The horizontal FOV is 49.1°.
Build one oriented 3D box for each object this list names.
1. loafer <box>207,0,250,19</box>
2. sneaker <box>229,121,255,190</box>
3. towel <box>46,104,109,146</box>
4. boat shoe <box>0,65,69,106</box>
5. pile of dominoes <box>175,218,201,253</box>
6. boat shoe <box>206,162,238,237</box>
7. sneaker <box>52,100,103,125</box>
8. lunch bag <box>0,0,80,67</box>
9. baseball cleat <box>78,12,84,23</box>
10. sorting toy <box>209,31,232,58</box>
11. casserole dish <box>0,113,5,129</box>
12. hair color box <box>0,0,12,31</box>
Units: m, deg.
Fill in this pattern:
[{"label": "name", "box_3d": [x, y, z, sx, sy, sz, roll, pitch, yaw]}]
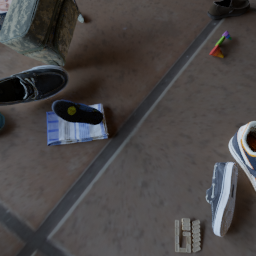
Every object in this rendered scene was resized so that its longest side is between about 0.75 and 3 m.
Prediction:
[{"label": "loafer", "box_3d": [4.122, -4.897, 11.211, 1.912, 0.682, 0.698, -21, 58, -14]}, {"label": "sneaker", "box_3d": [3.614, 1.065, 6.848, 1.103, 1.117, 2.813, -24, 60, -17]}, {"label": "towel", "box_3d": [-1.501, -0.124, 8.202, 1.750, 0.208, 1.285, -8, 55, -5]}, {"label": "boat shoe", "box_3d": [-2.980, -1.101, 8.103, 2.826, 1.018, 1.002, -21, 24, -21]}, {"label": "pile of dominoes", "box_3d": [1.379, 2.491, 6.490, 0.585, 0.120, 0.751, 4, 64, 2]}, {"label": "boat shoe", "box_3d": [2.192, 1.655, 6.762, 0.610, 0.645, 1.799, -2, 62, 39]}, {"label": "sneaker", "box_3d": [-1.428, -0.444, 7.622, 0.613, 1.564, 0.515, 30, 102, 46]}, {"label": "lunch bag", "box_3d": [-2.648, -3.359, 9.086, 1.654, 1.991, 2.374, 1, 73, 35]}, {"label": "baseball cleat", "box_3d": [-1.925, -4.515, 11.209, 0.752, 0.262, 0.400, 49, 38, 9]}, {"label": "sorting toy", "box_3d": [3.444, -2.972, 10.128, 0.457, 0.460, 1.327, 38, 63, -3]}, {"label": "casserole dish", "box_3d": [-4.728, -0.119, 8.076, 2.158, 0.419, 1.307, -10, 56, -8]}, {"label": "hair color box", "box_3d": [-5.070, -4.407, 10.840, 2.455, 0.743, 1.228, -16, 57, -11]}]
